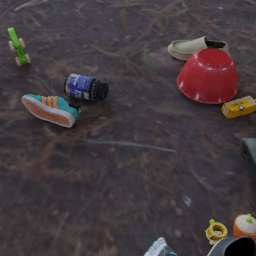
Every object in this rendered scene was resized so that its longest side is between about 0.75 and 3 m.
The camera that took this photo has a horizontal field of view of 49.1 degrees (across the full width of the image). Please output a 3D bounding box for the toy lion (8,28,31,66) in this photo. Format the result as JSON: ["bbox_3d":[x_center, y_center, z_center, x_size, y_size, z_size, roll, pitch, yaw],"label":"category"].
[{"bbox_3d":[-4.653,-3.535,11.665,0.570,1.659,1.591,-22,74,-15],"label":"toy lion"}]

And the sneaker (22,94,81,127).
[{"bbox_3d":[-2.723,-0.769,10.078,2.200,0.785,0.879,23,49,12],"label":"sneaker"}]

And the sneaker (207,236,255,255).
[{"bbox_3d":[1.753,3.332,5.763,0.957,1.359,2.558,28,67,19],"label":"sneaker"}]

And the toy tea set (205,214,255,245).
[{"bbox_3d":[2.838,2.981,6.758,1.321,0.822,2.221,-5,34,-7],"label":"toy tea set"}]

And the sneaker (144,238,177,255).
[{"bbox_3d":[0.520,3.675,6.602,0.963,0.819,2.112,35,61,20],"label":"sneaker"}]

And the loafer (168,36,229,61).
[{"bbox_3d":[3.043,-3.456,12.002,2.626,0.896,0.993,7,53,6],"label":"loafer"}]

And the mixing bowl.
[{"bbox_3d":[3.114,-2.168,10.647,2.374,1.286,2.374,0,47,0],"label":"mixing bowl"}]

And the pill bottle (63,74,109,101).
[{"bbox_3d":[-1.555,-1.496,10.515,1.539,0.861,0.861,13,53,10],"label":"pill bottle"}]

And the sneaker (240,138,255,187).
[{"bbox_3d":[4.530,1.433,8.088,1.674,1.117,2.922,-7,47,3],"label":"sneaker"}]

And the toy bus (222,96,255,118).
[{"bbox_3d":[4.177,-0.775,10.199,1.390,0.453,0.544,-17,53,-15],"label":"toy bus"}]
